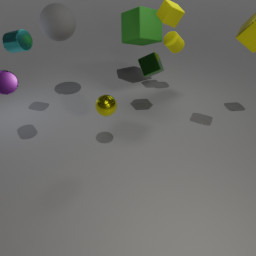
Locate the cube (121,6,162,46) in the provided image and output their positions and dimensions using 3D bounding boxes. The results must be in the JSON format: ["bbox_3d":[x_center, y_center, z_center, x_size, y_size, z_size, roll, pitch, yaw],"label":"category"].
[{"bbox_3d":[0.640,-4.737,13.178,1.400,1.400,1.400,-7,9,-38],"label":"cube"}]

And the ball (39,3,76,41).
[{"bbox_3d":[-2.733,-4.119,10.939,1.400,1.400,1.400,0,33,0],"label":"ball"}]

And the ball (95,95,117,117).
[{"bbox_3d":[-0.696,-0.715,8.927,0.700,0.700,0.700,0,33,0],"label":"ball"}]

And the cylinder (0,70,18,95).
[{"bbox_3d":[-3.726,-1.391,8.453,0.700,0.700,0.700,-17,20,-24],"label":"cylinder"}]

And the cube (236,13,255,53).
[{"bbox_3d":[3.600,-2.705,7.862,0.700,0.700,0.700,37,56,-6],"label":"cube"}]

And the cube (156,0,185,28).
[{"bbox_3d":[1.676,-4.550,11.129,0.700,0.700,0.700,6,45,-35],"label":"cube"}]

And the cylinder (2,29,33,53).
[{"bbox_3d":[-3.742,-2.933,9.498,0.700,0.700,0.700,1,31,28],"label":"cylinder"}]

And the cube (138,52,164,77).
[{"bbox_3d":[0.891,-2.416,10.767,0.700,0.700,0.700,-20,1,20],"label":"cube"}]

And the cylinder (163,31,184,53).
[{"bbox_3d":[2.007,-3.743,12.248,0.700,0.700,0.700,32,5,39],"label":"cylinder"}]
